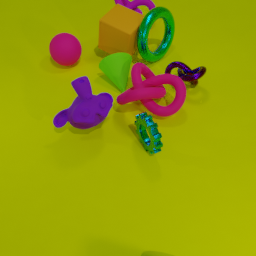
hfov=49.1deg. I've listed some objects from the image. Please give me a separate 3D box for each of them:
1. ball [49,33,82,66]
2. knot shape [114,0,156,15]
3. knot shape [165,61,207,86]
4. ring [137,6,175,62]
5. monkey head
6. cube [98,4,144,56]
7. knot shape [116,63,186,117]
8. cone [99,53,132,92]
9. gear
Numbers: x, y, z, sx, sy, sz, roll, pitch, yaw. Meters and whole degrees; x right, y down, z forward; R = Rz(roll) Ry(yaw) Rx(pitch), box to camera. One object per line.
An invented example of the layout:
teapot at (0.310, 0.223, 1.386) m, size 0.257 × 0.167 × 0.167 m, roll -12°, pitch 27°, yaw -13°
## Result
ball at (-2.209, -2.782, 9.924) m, size 1.130 × 1.130 × 1.130 m, roll 0°, pitch 49°, yaw 0°
knot shape at (0.083, -4.606, 11.417) m, size 1.912 × 0.883 × 1.789 m, roll 30°, pitch 65°, yaw 7°
knot shape at (1.939, -1.748, 9.174) m, size 1.314 × 1.230 × 0.607 m, roll 12°, pitch 94°, yaw 26°
ring at (1.005, -3.261, 9.858) m, size 0.379 × 1.893 × 1.893 m, roll 30°, pitch 55°, yaw 34°
monkey head at (-1.162, -0.670, 7.607) m, size 1.906 × 1.371 × 1.149 m, roll -28°, pitch 13°, yaw -22°
cube at (-0.217, -3.364, 9.890) m, size 1.214 × 1.214 × 1.214 m, roll 28°, pitch 57°, yaw 11°
knot shape at (0.800, -1.113, 8.466) m, size 1.921 × 0.948 × 2.052 m, roll 22°, pitch 46°, yaw 16°
cone at (-0.273, -1.676, 9.322) m, size 1.167 × 1.167 × 1.172 m, roll -13°, pitch 75°, yaw -11°
gear at (0.532, 0.144, 7.416) m, size 0.209 × 1.129 × 1.129 m, roll -21°, pitch 53°, yaw -18°
